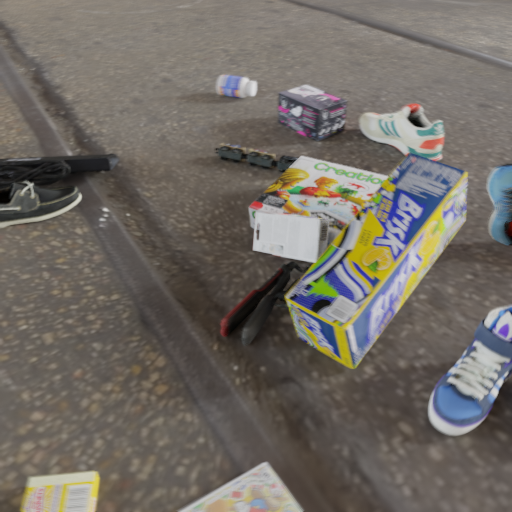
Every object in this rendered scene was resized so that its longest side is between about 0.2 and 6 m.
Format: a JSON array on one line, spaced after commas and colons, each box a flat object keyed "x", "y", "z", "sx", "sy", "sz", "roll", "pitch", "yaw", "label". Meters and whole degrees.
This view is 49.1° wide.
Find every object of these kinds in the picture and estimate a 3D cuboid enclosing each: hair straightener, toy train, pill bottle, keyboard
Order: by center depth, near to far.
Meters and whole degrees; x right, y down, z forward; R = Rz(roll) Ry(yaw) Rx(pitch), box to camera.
[{"x": 0.428, "y": 0.823, "z": 10.102, "sx": 0.941, "sy": 0.501, "sz": 2.446, "roll": 23, "pitch": 38, "yaw": 26, "label": "hair straightener"}, {"x": -5.717, "y": -1.944, "z": 13.698, "sx": 4.447, "sy": 0.881, "sz": 2.314, "roll": -4, "pitch": 14, "yaw": -3, "label": "keyboard"}, {"x": 0.096, "y": -2.542, "z": 14.486, "sx": 2.470, "sy": 0.421, "sz": 0.566, "roll": 15, "pitch": 36, "yaw": 18, "label": "toy train"}, {"x": -0.626, "y": -5.481, "z": 18.170, "sx": 1.160, "sy": 0.650, "sz": 0.650, "roll": 12, "pitch": 39, "yaw": 15, "label": "pill bottle"}]

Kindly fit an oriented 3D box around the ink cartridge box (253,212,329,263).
[{"x": 0.673, "y": -0.401, "z": 11.170, "sx": 1.560, "sy": 0.850, "sz": 0.393, "roll": 11, "pitch": 11, "yaw": 37, "label": "ink cartridge box"}]

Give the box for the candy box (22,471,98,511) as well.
[{"x": -2.445, "y": 3.440, "z": 6.739, "sx": 0.871, "sy": 0.225, "sz": 1.704, "roll": -5, "pitch": 37, "yaw": -3, "label": "candy box"}]

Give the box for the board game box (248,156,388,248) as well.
[{"x": 2.008, "y": -0.959, "z": 11.927, "sx": 3.697, "sy": 0.640, "sz": 2.334, "roll": 19, "pitch": 46, "yaw": 26, "label": "board game box"}]

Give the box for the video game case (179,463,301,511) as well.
[{"x": -0.138, "y": 3.411, "z": 6.825, "sx": 1.498, "sy": 0.171, "sz": 1.363, "roll": -21, "pitch": 42, "yaw": -26, "label": "video game case"}]

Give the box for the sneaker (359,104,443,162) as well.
[{"x": 3.940, "y": -3.585, "z": 15.093, "sx": 1.004, "sy": 1.334, "sz": 2.853, "roll": -21, "pitch": 42, "yaw": -24, "label": "sneaker"}]

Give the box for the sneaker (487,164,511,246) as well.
[{"x": 5.084, "y": -0.991, "z": 11.157, "sx": 0.682, "sy": 1.740, "sz": 0.783, "roll": -11, "pitch": 24, "yaw": 4, "label": "sneaker"}]

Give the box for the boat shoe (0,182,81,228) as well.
[{"x": -5.144, "y": -1.233, "z": 12.455, "sx": 2.412, "sy": 0.816, "sz": 0.866, "roll": -13, "pitch": 38, "yaw": -19, "label": "boat shoe"}]

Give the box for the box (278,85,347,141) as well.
[{"x": 1.601, "y": -4.169, "z": 16.147, "sx": 1.140, "sy": 0.989, "sz": 1.725, "roll": -26, "pitch": 44, "yaw": -30, "label": "box"}]

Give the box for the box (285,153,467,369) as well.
[{"x": 2.150, "y": -0.002, "z": 9.532, "sx": 1.197, "sy": 1.305, "sz": 3.725, "roll": 27, "pitch": 63, "yaw": 34, "label": "box"}]

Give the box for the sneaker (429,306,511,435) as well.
[{"x": 3.331, "y": 1.511, "z": 8.219, "sx": 2.061, "sy": 1.509, "sz": 0.830, "roll": -30, "pitch": 46, "yaw": -34, "label": "sneaker"}]
